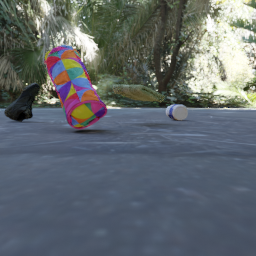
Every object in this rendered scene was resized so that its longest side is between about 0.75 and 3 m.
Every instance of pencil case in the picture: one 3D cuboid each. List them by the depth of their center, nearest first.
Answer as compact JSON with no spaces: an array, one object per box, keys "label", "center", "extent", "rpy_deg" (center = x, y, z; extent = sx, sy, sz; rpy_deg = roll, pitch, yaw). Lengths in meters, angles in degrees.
[{"label":"pencil case","center":[-1.469,-1.181,7.668],"extent":[1.168,1.168,2.642],"rpy_deg":[-3,48,-29]}]

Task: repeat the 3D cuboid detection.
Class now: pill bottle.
[{"label":"pill bottle","center":[2.030,-0.671,11.854],"extent":[0.646,0.646,1.116],"rpy_deg":[-1,6,-11]}]

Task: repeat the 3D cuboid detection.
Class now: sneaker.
[{"label":"sneaker","center":[-3.873,-0.938,10.884],"extent":[0.989,1.727,0.660],"rpy_deg":[28,-22,25]}]

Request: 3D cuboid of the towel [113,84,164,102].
[{"label":"towel","center":[0.395,-1.162,9.602],"extent":[1.267,0.312,1.707],"rpy_deg":[7,-4,34]}]
